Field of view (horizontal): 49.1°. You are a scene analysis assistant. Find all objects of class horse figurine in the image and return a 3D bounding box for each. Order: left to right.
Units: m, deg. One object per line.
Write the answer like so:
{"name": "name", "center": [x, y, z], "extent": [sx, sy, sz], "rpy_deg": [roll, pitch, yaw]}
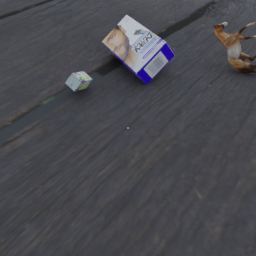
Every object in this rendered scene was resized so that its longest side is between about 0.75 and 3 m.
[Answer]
{"name": "horse figurine", "center": [3.710, -2.572, 9.214], "extent": [1.379, 2.081, 0.519], "rpy_deg": [-5, 35, 44]}

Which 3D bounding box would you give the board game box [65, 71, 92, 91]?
{"name": "board game box", "center": [-1.491, -1.436, 8.567], "extent": [0.405, 0.398, 0.773], "rpy_deg": [42, 23, 4]}

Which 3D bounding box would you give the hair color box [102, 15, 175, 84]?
{"name": "hair color box", "center": [0.279, -2.718, 9.535], "extent": [1.340, 0.794, 2.451], "rpy_deg": [-46, 49, 7]}
